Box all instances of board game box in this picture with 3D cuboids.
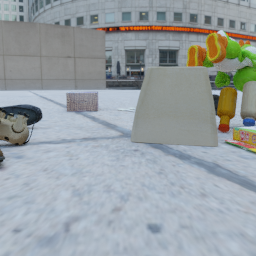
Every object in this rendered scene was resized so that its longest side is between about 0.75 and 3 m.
[{"bbox_3d":[-2.070,-1.260,13.017,1.373,0.834,1.723,-1,9,-5],"label":"board game box"},{"bbox_3d":[3.540,0.193,5.712,2.809,0.421,1.342,-5,9,-12],"label":"board game box"}]

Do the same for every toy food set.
[{"bbox_3d":[3.712,-0.317,7.043,2.695,1.213,1.286,16,-22,1],"label":"toy food set"}]

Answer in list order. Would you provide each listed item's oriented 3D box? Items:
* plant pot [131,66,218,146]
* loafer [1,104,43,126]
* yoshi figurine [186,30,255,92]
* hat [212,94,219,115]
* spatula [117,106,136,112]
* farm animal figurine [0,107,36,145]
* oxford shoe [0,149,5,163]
[{"bbox_3d":[1.138,-0.590,6.540,1.830,1.622,1.832,2,10,14],"label":"plant pot"},{"bbox_3d":[-3.346,-0.280,7.803,1.941,0.659,0.681,-3,13,11],"label":"loafer"},{"bbox_3d":[2.884,-1.604,7.565,2.601,1.457,1.462,0,37,-34],"label":"yoshi figurine"},{"bbox_3d":[3.409,-1.014,11.686,2.004,0.808,2.004,1,10,0],"label":"hat"},{"bbox_3d":[0.540,-0.833,12.576,1.378,0.159,1.982,-5,10,-32],"label":"spatula"},{"bbox_3d":[-2.945,-0.022,5.930,1.358,0.846,1.682,17,-8,-43],"label":"farm animal figurine"},{"bbox_3d":[-2.375,0.277,4.531,0.486,0.565,1.338,-6,12,-43],"label":"oxford shoe"}]
